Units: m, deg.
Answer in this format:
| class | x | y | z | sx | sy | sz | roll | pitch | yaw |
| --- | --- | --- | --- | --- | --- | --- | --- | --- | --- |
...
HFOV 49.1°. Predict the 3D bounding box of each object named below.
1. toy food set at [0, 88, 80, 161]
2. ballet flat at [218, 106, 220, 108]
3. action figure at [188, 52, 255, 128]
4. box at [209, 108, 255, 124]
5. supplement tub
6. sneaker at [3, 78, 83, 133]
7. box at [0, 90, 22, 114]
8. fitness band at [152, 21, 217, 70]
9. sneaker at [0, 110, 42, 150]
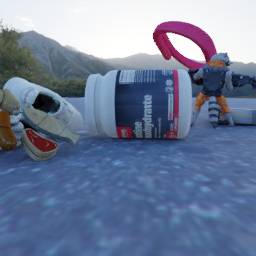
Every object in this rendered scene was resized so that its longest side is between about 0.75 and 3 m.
| class | x | y | z | sx | sy | sz | roll | pitch | yaw |
| --- | --- | --- | --- | --- | --- | --- | --- | --- | --- |
| toy food set | -1.979 | -0.081 | 4.588 | 2.166 | 0.341 | 1.377 | 34 | 26 | 1 |
| ballet flat | 4.778 | -0.964 | 14.178 | 0.419 | 0.419 | 1.206 | -2 | 8 | -18 |
| action figure | 2.903 | -1.162 | 8.434 | 2.344 | 2.267 | 1.226 | 3 | 8 | 18 |
| box | 3.608 | -0.451 | 9.677 | 1.538 | 0.469 | 1.942 | 2 | 6 | 15 |
| supplement tub | 0.260 | -0.546 | 6.431 | 2.225 | 1.561 | 1.561 | 0 | 7 | 6 |
| sneaker | -1.668 | -0.301 | 6.306 | 1.125 | 0.845 | 2.258 | 20 | -7 | 34 |
| box | -4.085 | -0.790 | 9.881 | 1.815 | 1.128 | 1.830 | -3 | 7 | -37 |
| fitness band | 1.977 | -2.665 | 9.447 | 2.087 | 0.544 | 2.905 | 24 | -4 | 30 |
| sneaker | -2.554 | -0.013 | 4.936 | 1.151 | 0.985 | 2.643 | 7 | 10 | 17 |
